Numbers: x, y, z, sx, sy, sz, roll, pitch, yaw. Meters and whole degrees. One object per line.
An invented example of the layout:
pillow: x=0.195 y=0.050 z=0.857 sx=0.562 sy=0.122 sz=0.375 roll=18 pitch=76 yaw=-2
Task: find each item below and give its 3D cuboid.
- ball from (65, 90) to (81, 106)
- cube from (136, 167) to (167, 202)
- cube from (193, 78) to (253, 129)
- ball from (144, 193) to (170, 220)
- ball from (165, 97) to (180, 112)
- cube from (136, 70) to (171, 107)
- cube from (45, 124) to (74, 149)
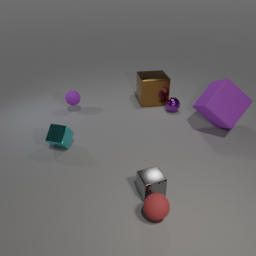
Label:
ball: x=-2.564 y=-1.398 z=13.039 sx=0.700 sy=0.700 sz=0.700 roll=0 pitch=30 yaw=0
cube: x=0.687 y=1.682 z=8.347 sx=0.700 sy=0.700 sz=0.700 roll=-10 pitch=31 yaw=-17
cube: x=3.759 y=-0.968 z=11.297 sx=1.400 sy=1.400 sz=1.400 roll=39 pitch=-2 yaw=-9
ball: x=0.762 y=2.086 z=7.434 sx=0.700 sy=0.700 sz=0.700 roll=0 pitch=30 yaw=0
ball: x=2.115 y=-1.105 z=13.242 sx=0.700 sy=0.700 sz=0.700 roll=0 pitch=30 yaw=0
cube: x=1.233 y=-1.997 z=14.091 sx=1.400 sy=1.400 sz=1.400 roll=-5 pitch=30 yaw=-8
cube: x=-2.540 y=0.319 z=10.467 sx=0.700 sy=0.700 sz=0.700 roll=8 pitch=70 yaw=14
